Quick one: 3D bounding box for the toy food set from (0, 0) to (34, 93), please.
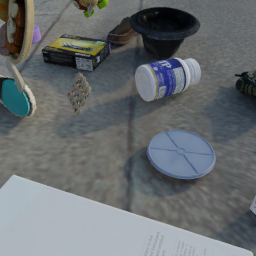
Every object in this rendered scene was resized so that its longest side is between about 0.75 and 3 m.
[{"bbox_3d":[-2.638,-2.397,6.215,0.591,2.943,2.032,-3,38,-35],"label":"toy food set"}]

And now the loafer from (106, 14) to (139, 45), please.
[{"bbox_3d":[-0.145,-4.349,12.084,0.916,0.891,2.509,18,43,21],"label":"loafer"}]

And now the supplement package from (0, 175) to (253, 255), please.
[{"bbox_3d":[-0.479,2.323,2.990,2.869,2.161,2.177,13,41,16],"label":"supplement package"}]

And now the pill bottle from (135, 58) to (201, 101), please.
[{"bbox_3d":[1.239,-1.539,8.534,1.809,1.083,1.083,-18,43,-22],"label":"pill bottle"}]

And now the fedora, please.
[{"bbox_3d":[1.362,-3.575,10.794,2.916,1.332,2.916,0,41,0],"label":"fedora"}]

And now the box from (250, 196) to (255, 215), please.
[{"bbox_3d":[3.100,1.224,5.414,1.366,0.797,0.411,-18,43,-22],"label":"box"}]

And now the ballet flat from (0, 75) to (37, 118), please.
[{"bbox_3d":[-3.423,-1.093,8.198,2.695,1.019,0.862,29,20,25],"label":"ballet flat"}]

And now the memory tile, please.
[{"bbox_3d":[-1.046,-0.729,5.865,0.074,0.677,0.884,18,24,-35],"label":"memory tile"}]

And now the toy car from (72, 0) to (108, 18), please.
[{"bbox_3d":[-1.058,-3.199,6.960,0.856,0.891,1.085,-25,34,20],"label":"toy car"}]

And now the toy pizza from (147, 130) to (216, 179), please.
[{"bbox_3d":[1.230,0.623,6.571,1.583,0.251,1.583,1,40,-1],"label":"toy pizza"}]

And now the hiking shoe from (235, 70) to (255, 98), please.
[{"bbox_3d":[3.815,-1.142,8.423,1.060,0.798,2.107,-1,30,11],"label":"hiking shoe"}]

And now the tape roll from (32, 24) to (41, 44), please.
[{"bbox_3d":[-4.373,-4.033,12.022,1.168,0.496,1.168,0,40,0],"label":"tape roll"}]

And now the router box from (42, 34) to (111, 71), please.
[{"bbox_3d":[-1.905,-2.890,10.585,2.062,0.538,1.621,13,41,15],"label":"router box"}]
